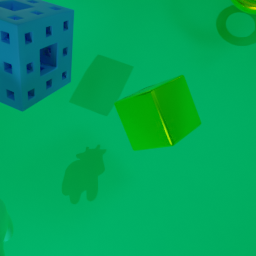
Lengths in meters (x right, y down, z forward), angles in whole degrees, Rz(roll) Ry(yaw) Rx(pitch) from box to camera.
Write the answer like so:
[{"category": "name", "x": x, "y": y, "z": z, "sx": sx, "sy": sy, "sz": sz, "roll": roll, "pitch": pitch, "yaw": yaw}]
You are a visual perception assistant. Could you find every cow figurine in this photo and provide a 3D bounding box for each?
[{"category": "cow figurine", "x": -2.077, "y": 1.213, "z": 3.624, "sx": 0.891, "sy": 1.624, "sz": 1.598, "roll": -9, "pitch": 109, "yaw": -8}]

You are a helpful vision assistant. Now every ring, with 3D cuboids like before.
[{"category": "ring", "x": 3.100, "y": -3.433, "z": 6.361, "sx": 1.652, "sy": 0.330, "sz": 1.652, "roll": 2, "pitch": 94, "yaw": 25}]

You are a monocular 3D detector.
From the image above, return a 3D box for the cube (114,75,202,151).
[{"category": "cube", "x": 0.585, "y": -0.279, "z": 5.460, "sx": 1.057, "sy": 1.057, "sz": 1.057, "roll": -30, "pitch": 102, "yaw": -41}]

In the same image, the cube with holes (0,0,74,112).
[{"category": "cube with holes", "x": -1.749, "y": -1.258, "z": 4.379, "sx": 1.259, "sy": 1.259, "sz": 1.259, "roll": 22, "pitch": 36, "yaw": 15}]
